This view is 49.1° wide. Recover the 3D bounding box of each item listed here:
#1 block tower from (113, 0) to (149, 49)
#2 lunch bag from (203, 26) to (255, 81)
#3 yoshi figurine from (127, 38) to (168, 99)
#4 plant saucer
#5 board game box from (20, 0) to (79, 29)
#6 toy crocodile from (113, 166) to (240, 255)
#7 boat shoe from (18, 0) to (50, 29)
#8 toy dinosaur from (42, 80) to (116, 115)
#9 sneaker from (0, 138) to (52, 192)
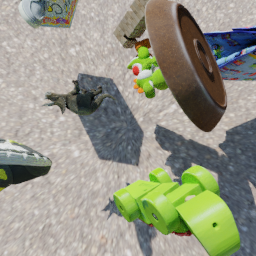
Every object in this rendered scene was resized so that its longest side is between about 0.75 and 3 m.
[{"bbox_3d":[0.321,-2.765,6.829,0.488,1.808,0.523,-18,67,-46],"label":"block tower"},{"bbox_3d":[3.219,-1.828,6.521,2.029,2.695,1.268,-2,95,-17],"label":"lunch bag"},{"bbox_3d":[0.627,-1.413,6.795,0.933,0.929,1.660,20,45,-31],"label":"yoshi figurine"},{"bbox_3d":[1.347,-1.364,5.731,0.505,2.931,2.931,-24,61,29],"label":"plant saucer"},{"bbox_3d":[-2.191,-3.855,7.262,1.185,2.259,1.164,6,67,7],"label":"board game box"},{"bbox_3d":[0.558,1.208,4.351,0.979,2.900,0.895,-27,93,-24],"label":"toy crocodile"},{"bbox_3d":[-1.675,-2.344,5.176,0.459,0.450,1.289,-32,46,25],"label":"boat shoe"},{"bbox_3d":[-1.028,-0.584,6.366,1.656,0.638,0.847,15,70,16],"label":"toy dinosaur"},{"bbox_3d":[-2.574,0.809,4.783,1.025,2.752,1.164,19,96,37],"label":"sneaker"}]
